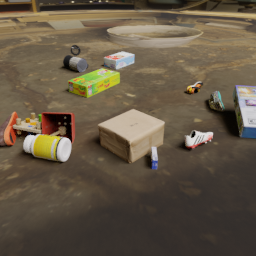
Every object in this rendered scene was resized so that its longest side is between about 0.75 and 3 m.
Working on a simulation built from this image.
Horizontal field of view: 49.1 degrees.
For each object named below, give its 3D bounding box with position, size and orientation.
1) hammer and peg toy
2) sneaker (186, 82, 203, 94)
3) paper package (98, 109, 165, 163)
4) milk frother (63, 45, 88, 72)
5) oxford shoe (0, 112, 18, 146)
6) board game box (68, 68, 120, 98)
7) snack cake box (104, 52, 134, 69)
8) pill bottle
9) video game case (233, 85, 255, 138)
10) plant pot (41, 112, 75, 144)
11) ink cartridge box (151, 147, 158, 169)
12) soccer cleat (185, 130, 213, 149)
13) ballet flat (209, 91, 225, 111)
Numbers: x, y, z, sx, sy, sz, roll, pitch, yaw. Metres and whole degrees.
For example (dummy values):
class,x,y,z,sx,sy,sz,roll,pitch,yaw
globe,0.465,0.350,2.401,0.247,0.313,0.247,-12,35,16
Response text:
class,x,y,z,sx,sy,sz,roll,pitch,yaw
hammer and peg toy,-3.244,-0.071,10.454,1.697,0.598,1.248,10,20,16
sneaker,3.555,-2.014,14.404,1.152,0.403,0.518,-24,44,-29
paper package,0.128,0.211,9.836,1.788,0.925,1.704,-26,39,-37
milk frother,-3.170,-4.378,17.550,1.331,1.415,1.277,21,32,32
oxford shoe,-4.566,-0.017,10.508,0.732,0.718,2.018,-11,29,-4
board game box,-1.750,-2.442,14.877,1.325,0.621,2.608,20,35,31
snack cake box,-0.561,-4.466,18.480,1.080,0.631,1.878,24,37,33
pill bottle,-2.660,0.626,9.227,1.402,0.788,0.788,8,30,13
video game case,5.796,-0.617,11.042,2.892,0.657,2.622,5,44,8
plant pot,-2.445,-0.075,10.266,1.099,1.098,0.969,2,11,4
ink cartridge box,0.849,0.963,9.070,0.169,0.358,0.762,1,30,0
soccer cleat,2.527,0.304,9.948,1.335,0.569,0.458,-22,10,-30
ballet flat,4.006,-1.147,12.769,0.611,0.611,1.700,5,29,8
